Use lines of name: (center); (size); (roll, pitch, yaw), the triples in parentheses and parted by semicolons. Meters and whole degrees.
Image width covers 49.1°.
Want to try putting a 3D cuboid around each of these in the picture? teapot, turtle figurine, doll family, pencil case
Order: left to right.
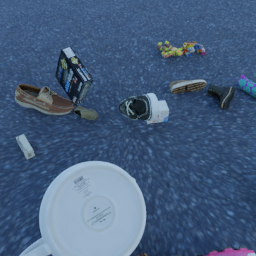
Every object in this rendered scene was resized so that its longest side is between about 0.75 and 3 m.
teapot: (-1.038, 2.278, 7.300); (2.805, 2.049, 2.769); (16, 68, -16)
turtle figurine: (2.432, -4.224, 15.058); (1.985, 0.639, 1.601); (-30, 43, -17)
doll family: (3.594, -4.394, 15.235); (1.393, 0.628, 0.865); (-9, 44, -9)
pencil case: (5.556, -1.788, 12.480); (0.596, 0.648, 1.402); (-29, 49, -24)

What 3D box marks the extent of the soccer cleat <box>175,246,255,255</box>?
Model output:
soccer cleat: (1.905, 3.604, 6.766); (2.598, 0.907, 1.121); (-7, 59, -4)

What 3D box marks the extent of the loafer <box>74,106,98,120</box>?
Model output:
loafer: (-1.706, -0.553, 11.293); (1.139, 0.433, 0.384); (17, 39, 28)

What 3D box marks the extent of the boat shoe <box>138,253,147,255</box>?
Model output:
boat shoe: (0.346, 3.809, 6.643); (0.559, 0.559, 1.588); (-4, 44, -7)

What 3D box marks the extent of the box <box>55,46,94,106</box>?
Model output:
box: (-2.130, -1.938, 10.828); (0.451, 1.958, 1.557); (-32, 84, -28)

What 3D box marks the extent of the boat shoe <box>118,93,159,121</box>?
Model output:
boat shoe: (0.298, -0.657, 9.742); (0.832, 0.924, 2.613); (-7, 3, -16)

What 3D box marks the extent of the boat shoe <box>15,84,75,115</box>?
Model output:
boat shoe: (-3.422, -1.203, 11.512); (2.481, 0.891, 0.939); (11, 43, -7)

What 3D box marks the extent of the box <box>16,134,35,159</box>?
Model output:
box: (-3.700, 0.668, 10.092); (0.320, 0.384, 0.935); (-26, 48, -24)

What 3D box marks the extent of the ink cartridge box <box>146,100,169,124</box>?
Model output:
ink cartridge box: (1.129, -0.643, 11.275); (0.869, 0.640, 0.628); (-7, 44, -6)

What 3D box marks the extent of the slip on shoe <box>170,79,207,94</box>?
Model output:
slip on shoe: (2.707, -1.966, 12.705); (1.679, 0.638, 0.509); (-13, 54, -3)

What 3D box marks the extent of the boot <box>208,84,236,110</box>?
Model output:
boot: (3.887, -1.374, 12.150); (1.162, 0.651, 1.680); (17, 33, 24)
